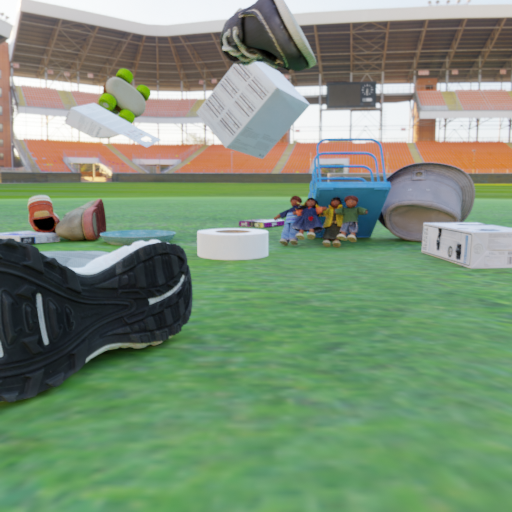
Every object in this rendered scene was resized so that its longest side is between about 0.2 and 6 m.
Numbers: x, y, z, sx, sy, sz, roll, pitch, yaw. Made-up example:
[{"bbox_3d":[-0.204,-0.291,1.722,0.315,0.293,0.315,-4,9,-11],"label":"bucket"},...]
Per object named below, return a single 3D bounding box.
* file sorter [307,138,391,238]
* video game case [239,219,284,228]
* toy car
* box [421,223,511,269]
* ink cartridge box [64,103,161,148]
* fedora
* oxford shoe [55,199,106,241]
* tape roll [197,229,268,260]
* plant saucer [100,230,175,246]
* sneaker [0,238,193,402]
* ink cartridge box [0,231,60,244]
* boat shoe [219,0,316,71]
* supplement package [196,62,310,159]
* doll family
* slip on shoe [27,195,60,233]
[{"bbox_3d":[2.262,-1.709,14.514,1.743,1.541,2.513,-1,-26,-1],"label":"file sorter"},{"bbox_3d":[0.192,-1.109,19.033,1.086,0.214,1.198,6,10,37],"label":"video game case"},{"bbox_3d":[-3.118,-3.323,12.411,0.984,1.025,1.248,40,-35,-27],"label":"toy car"},{"bbox_3d":[4.299,-0.249,11.053,1.292,0.666,2.216,-1,7,-5],"label":"box"},{"bbox_3d":[-2.337,-2.055,9.253,1.317,0.376,1.070,32,18,-7],"label":"ink cartridge box"},{"bbox_3d":[4.267,-1.153,14.225,2.576,2.278,1.163,7,38,8],"label":"fedora"},{"bbox_3d":[-4.760,-0.995,15.356,1.099,1.035,2.940,-6,7,-6],"label":"oxford shoe"},{"bbox_3d":[-0.492,-0.262,11.699,1.505,0.526,1.505,0,9,0],"label":"tape roll"},{"bbox_3d":[-2.974,-0.455,14.139,1.867,0.256,1.867,0,9,0],"label":"plant saucer"},{"bbox_3d":[-1.865,0.476,4.728,1.254,1.169,3.164,-6,-2,29],"label":"sneaker"},{"bbox_3d":[-5.805,-0.451,14.062,1.189,0.279,1.175,1,7,32],"label":"ink cartridge box"},{"bbox_3d":[0.047,-3.233,8.567,1.055,1.222,3.364,-31,23,5],"label":"boat shoe"},{"bbox_3d":[-0.067,-4.024,15.285,1.527,2.076,1.985,52,23,20],"label":"supplement package"},{"bbox_3d":[1.478,-0.912,13.258,2.268,1.311,0.890,4,-22,12],"label":"doll family"},{"bbox_3d":[-5.425,-0.851,14.346,0.763,0.630,2.060,-10,-17,-18],"label":"slip on shoe"}]
